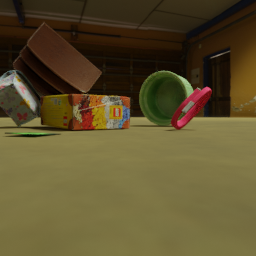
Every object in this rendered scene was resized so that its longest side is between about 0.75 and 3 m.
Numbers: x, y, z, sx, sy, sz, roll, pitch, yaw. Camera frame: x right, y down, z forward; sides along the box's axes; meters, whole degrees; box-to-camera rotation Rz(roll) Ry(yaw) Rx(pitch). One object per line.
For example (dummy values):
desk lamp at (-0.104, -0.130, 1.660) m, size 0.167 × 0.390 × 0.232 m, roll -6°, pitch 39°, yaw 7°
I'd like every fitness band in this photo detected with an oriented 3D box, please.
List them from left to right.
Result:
fitness band at (1.728, -0.551, 7.658) m, size 0.267 × 1.426 × 1.024 m, roll 43°, pitch -6°, yaw 21°

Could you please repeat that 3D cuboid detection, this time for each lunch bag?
lunch bag at (-3.571, -1.085, 9.183) m, size 1.043 × 1.392 × 1.641 m, roll -29°, pitch 32°, yaw 2°

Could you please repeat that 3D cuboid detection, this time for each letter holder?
letter holder at (-2.423, -1.933, 9.403) m, size 2.402 × 1.708 × 1.208 m, roll 39°, pitch -13°, yaw -20°

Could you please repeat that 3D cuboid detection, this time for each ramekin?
ramekin at (1.506, -1.113, 10.564) m, size 1.988 × 1.988 × 0.971 m, roll 2°, pitch 7°, yaw 35°

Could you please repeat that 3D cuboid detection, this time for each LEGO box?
LEGO box at (-1.370, -0.486, 8.493) m, size 1.812 × 0.939 × 2.433 m, roll -1°, pitch 4°, yaw -36°

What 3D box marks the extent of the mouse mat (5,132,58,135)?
mouse mat at (-1.891, 0.111, 5.658) m, size 0.744 × 0.035 × 0.925 m, roll 2°, pitch 1°, yaw 20°
